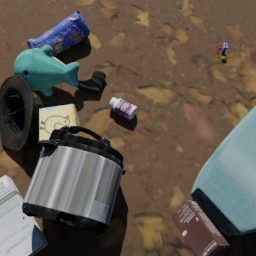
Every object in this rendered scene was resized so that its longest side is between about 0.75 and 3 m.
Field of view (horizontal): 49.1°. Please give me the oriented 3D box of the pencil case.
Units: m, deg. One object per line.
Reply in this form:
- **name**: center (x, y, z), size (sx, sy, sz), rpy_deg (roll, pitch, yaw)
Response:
- **pencil case**: center (-2.899, -3.834, 11.846), size (2.738, 1.189, 1.068), rpy_deg (-37, 79, -15)

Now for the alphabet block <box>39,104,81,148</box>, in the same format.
- **alphabet block**: center (-2.371, 0.096, 9.927), size (1.286, 1.293, 1.317), rpy_deg (-9, 63, -2)

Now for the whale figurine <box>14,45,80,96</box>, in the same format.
- **whale figurine**: center (-3.133, -2.120, 10.658), size (2.501, 1.990, 1.298), rpy_deg (11, 21, 9)

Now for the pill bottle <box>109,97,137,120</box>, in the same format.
- **pill bottle**: center (-0.208, -0.778, 10.755), size (1.007, 0.565, 0.565), rpy_deg (27, 68, 12)

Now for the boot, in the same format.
- **boot**: center (-1.544, -1.941, 11.345), size (1.194, 0.449, 0.893), rpy_deg (15, 72, -5)

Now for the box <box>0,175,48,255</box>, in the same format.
- **box**: center (-4.131, 3.187, 8.913), size (2.094, 0.553, 2.686), rpy_deg (-35, 69, -14)

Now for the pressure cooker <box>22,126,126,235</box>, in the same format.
- **pressure cooker**: center (-1.475, 1.486, 8.569), size (2.672, 2.631, 2.991), rpy_deg (14, 69, 2)

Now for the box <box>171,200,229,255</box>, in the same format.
- **box**: center (1.477, 2.156, 5.884), size (0.580, 0.434, 1.158), rpy_deg (-55, 42, 16)

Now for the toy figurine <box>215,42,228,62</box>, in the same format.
- **toy figurine**: center (4.049, -3.370, 11.969), size (0.494, 0.561, 0.936), rpy_deg (8, 65, 4)

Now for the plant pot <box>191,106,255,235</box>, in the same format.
- **plant pot**: center (3.545, 1.644, 8.503), size (2.865, 2.812, 2.805), rpy_deg (-38, 71, -11)

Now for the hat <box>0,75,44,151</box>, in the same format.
- **hat**: center (-3.776, -0.528, 10.261), size (2.722, 1.098, 2.722), rpy_deg (-1, 89, 39)
